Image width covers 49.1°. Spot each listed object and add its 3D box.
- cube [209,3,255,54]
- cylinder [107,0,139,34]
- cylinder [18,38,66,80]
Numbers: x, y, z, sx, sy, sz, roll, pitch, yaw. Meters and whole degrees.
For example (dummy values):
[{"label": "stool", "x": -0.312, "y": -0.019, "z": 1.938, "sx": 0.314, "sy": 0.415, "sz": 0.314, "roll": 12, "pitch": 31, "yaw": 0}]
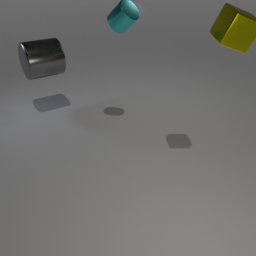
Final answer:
[{"label": "cube", "x": 2.326, "y": -2.154, "z": 6.062, "sx": 0.700, "sy": 0.700, "sz": 0.700, "roll": 13, "pitch": 37, "yaw": -18}, {"label": "cylinder", "x": -0.147, "y": -3.275, "z": 8.248, "sx": 0.700, "sy": 0.700, "sz": 0.700, "roll": -33, "pitch": 3, "yaw": -43}, {"label": "cylinder", "x": -3.301, "y": -2.658, "z": 10.756, "sx": 1.400, "sy": 1.400, "sz": 1.400, "roll": -19, "pitch": 35, "yaw": -28}]
